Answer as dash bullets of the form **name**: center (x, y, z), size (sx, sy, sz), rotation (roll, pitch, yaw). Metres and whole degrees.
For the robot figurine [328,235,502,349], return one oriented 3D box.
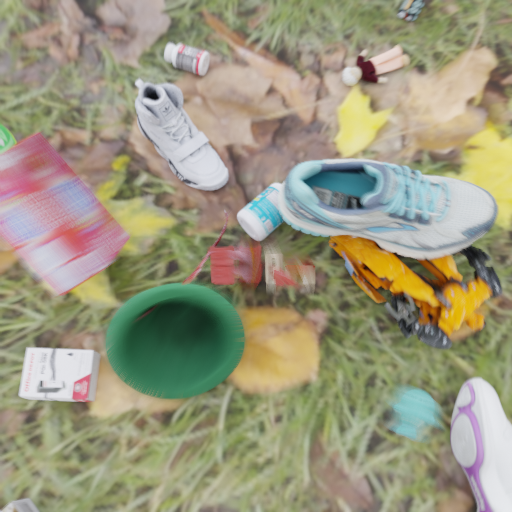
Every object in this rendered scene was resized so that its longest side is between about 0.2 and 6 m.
- **robot figurine**: center (2.633, 0.237, 9.259), size (1.969, 0.790, 2.716), rotation (-41, 75, -13)

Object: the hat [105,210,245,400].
- **hat**: center (-1.164, 0.876, 9.268), size (2.386, 2.100, 1.976), rotation (-22, 114, 4)

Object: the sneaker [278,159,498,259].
- **sneaker**: center (2.002, -0.760, 8.391), size (3.363, 1.451, 1.305), rotation (4, 78, 2)

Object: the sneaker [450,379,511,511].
- **sneaker**: center (3.747, 3.125, 8.258), size (1.347, 1.012, 2.703), rotation (-10, 79, -12)

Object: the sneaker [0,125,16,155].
- **sneaker**: center (-4.634, -1.535, 9.821), size (0.785, 0.886, 2.119), rotation (-12, 71, -3)

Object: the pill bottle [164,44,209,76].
- **pill bottle**: center (-1.346, -3.823, 10.852), size (0.806, 0.446, 0.446), rotation (19, 72, 6)

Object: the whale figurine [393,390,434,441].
- **whale figurine**: center (2.366, 2.356, 8.407), size (0.621, 0.405, 0.780), rotation (19, 53, 26)

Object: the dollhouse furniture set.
- **dollhouse furniture set**: center (0.094, 0.142, 8.823), size (1.497, 0.805, 0.609), rotation (0, 90, 35)

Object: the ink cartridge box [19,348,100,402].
- **ink cartridge box**: center (-3.095, 1.883, 8.861), size (1.069, 0.443, 0.784), rotation (2, 72, 0)

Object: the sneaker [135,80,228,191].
- **sneaker**: center (-1.373, -2.128, 9.820), size (0.833, 1.274, 2.216), rotation (-41, 76, -13)

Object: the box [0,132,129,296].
- **box**: center (-3.203, -0.624, 8.689), size (1.095, 1.049, 2.197), rotation (-30, 110, 26)

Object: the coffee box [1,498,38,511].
- **coffee box**: center (-3.196, 4.447, 7.838), size (0.976, 0.690, 1.728), rotation (-40, 75, -13)

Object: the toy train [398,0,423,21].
- **toy train**: center (3.155, -5.069, 11.396), size (0.378, 0.283, 0.664), rotation (24, 74, 21)

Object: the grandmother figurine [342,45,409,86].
- **grandmother figurine**: center (2.241, -3.661, 10.842), size (1.315, 0.398, 0.797), rotation (-26, 64, -11)

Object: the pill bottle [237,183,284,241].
- **pill bottle**: center (0.268, -0.826, 9.714), size (1.134, 0.628, 0.628), rotation (-41, 76, -13)
